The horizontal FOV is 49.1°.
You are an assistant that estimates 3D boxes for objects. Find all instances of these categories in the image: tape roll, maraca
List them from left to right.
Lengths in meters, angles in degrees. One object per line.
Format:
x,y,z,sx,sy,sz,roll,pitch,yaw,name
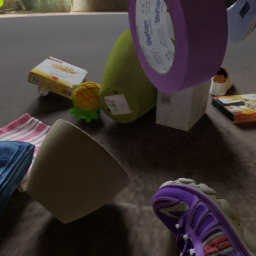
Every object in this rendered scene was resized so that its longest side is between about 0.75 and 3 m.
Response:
-1.301,-0.864,9.144,1.099,0.857,1.603,10,55,1,maraca
0.877,-2.068,5.767,0.850,2.592,2.592,-20,32,-15,tape roll

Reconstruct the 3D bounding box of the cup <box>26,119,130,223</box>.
-1.044,0.917,5.065,1.795,1.795,1.284,23,64,38,cup

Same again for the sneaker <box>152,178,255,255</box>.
1.098,1.781,3.781,1.218,1.178,2.921,-18,32,-20,sneaker

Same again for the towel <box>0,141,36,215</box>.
-2.814,1.087,5.276,1.327,0.577,2.377,1,37,11,towel

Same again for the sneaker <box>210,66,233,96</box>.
3.879,-2.113,11.476,0.846,0.984,2.323,7,27,18,sneaker

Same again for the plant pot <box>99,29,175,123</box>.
0.205,-1.502,9.097,2.591,2.591,2.769,10,44,19,plant pot

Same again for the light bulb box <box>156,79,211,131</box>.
1.757,-1.088,8.635,1.090,1.731,1.747,16,30,27,light bulb box

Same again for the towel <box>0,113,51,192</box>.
-2.567,0.468,7.049,2.821,0.422,2.065,20,34,33,towel

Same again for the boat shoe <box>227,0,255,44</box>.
2.628,-2.547,5.863,0.760,0.821,2.225,-28,-13,-4,boat shoe

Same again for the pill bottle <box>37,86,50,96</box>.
-3.251,-1.629,11.089,0.453,0.453,0.817,1,27,2,pill bottle

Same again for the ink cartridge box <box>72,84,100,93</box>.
-1.465,-1.199,9.908,0.957,0.702,0.398,-3,5,-4,ink cartridge box

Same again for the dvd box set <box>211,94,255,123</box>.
4.154,-0.712,9.450,2.153,0.317,1.575,-5,29,-9,dvd box set

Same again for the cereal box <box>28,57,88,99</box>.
-2.721,-2.096,11.311,1.795,0.493,2.496,21,27,-8,cereal box
